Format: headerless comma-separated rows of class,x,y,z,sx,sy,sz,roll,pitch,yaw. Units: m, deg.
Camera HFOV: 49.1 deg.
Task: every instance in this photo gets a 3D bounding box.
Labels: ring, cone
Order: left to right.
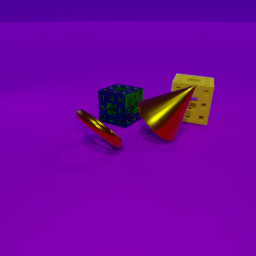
ring,-0.719,0.018,6.977,0.285,1.426,1.426,-53,39,-5
cone,1.261,-0.649,7.385,1.433,1.438,1.433,34,30,-23

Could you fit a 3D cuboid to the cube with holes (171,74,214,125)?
cube with holes,2.033,-0.959,9.034,1.219,1.219,1.219,9,24,12

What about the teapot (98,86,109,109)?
teapot,-0.595,-1.092,10.111,1.229,0.764,0.602,-32,33,-5

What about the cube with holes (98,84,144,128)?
cube with holes,-0.216,-0.736,8.866,1.026,1.026,1.026,14,27,30
